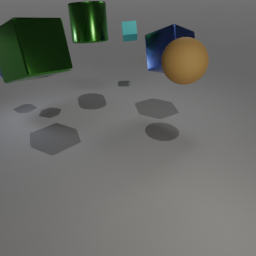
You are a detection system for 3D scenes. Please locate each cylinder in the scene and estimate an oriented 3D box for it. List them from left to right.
[{"bbox_3d":[-1.492,-3.999,10.625,1.400,1.400,1.400,-3,21,1],"label":"cylinder"}]

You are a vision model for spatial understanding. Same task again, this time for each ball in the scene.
[{"bbox_3d":[1.712,-2.018,8.473,1.400,1.400,1.400,0,29,0],"label":"ball"}]

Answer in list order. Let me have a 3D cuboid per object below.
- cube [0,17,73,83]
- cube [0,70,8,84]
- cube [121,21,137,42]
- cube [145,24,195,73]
[{"bbox_3d":[-2.579,-2.077,7.559,1.400,1.400,1.400,-1,15,43],"label":"cube"},{"bbox_3d":[-4.800,-2.376,11.532,0.700,0.700,0.700,49,37,1],"label":"cube"},{"bbox_3d":[0.074,-4.737,13.719,0.700,0.700,0.700,-5,-9,1],"label":"cube"},{"bbox_3d":[1.656,-2.964,10.775,1.400,1.400,1.400,-5,-1,44],"label":"cube"}]
